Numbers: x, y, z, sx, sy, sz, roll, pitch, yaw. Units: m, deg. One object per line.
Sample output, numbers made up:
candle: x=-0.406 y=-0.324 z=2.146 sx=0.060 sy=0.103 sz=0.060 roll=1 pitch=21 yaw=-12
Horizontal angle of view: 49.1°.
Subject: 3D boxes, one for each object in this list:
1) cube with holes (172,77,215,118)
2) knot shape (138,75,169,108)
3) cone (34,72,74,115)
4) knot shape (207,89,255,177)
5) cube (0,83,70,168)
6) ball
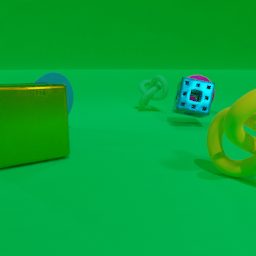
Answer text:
cube with holes: x=1.772 y=-0.808 z=7.686 sx=0.864 sy=0.864 sz=0.864 roll=12 pitch=-3 yaw=3
knot shape: x=0.796 y=-1.259 z=10.032 sx=0.628 sy=1.271 sz=1.358 roll=38 pitch=-4 yaw=-28
cone: x=-2.236 y=-0.782 z=6.867 sx=1.270 sy=1.265 sz=1.265 roll=14 pitch=18 yaw=34
knot shape: x=1.895 y=0.212 z=3.810 sx=1.461 sy=1.561 sz=0.721 roll=37 pitch=55 yaw=7
cube: x=-1.878 y=-0.142 z=5.023 sx=1.267 sy=1.267 sz=1.267 roll=-8 pitch=13 yaw=-31
ball: x=2.356 y=-1.198 z=9.704 sx=1.254 sy=1.254 sz=1.254 roll=0 pitch=13 yaw=0
